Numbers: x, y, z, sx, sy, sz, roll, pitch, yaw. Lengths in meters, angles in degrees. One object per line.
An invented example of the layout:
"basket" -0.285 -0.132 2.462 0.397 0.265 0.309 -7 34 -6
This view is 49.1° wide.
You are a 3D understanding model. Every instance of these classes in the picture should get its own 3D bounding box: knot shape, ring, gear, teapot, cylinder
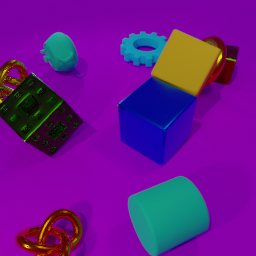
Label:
"knot shape" -3.435 -1.192 7.770 1.609 0.794 1.719 15 50 -38
"ring" 2.282 -1.964 8.438 0.331 1.653 1.653 17 39 -25
"knot shape" -1.321 1.986 5.084 1.188 0.549 1.111 30 49 29
"gear" 0.634 -2.839 9.988 1.746 0.323 1.746 0 48 0
"teapot" -2.278 -2.411 9.083 0.972 1.235 1.986 -30 37 -21
"cylinder" 0.710 1.573 5.108 1.089 1.089 1.089 -18 47 -19

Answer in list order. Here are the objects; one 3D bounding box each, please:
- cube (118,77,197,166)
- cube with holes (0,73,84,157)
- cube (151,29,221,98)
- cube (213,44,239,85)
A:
"cube" 0.685 -0.181 6.702 1.307 1.307 1.307 30 55 27
"cube with holes" -2.026 -0.274 6.558 1.184 1.184 1.184 38 81 23
"cube" 1.488 -1.557 7.236 1.234 1.234 1.234 29 6 12
"cube" 2.947 -2.072 8.961 0.900 0.900 0.900 16 47 15
